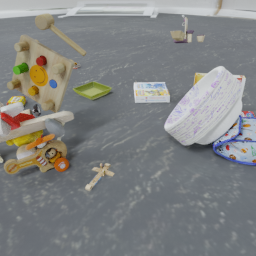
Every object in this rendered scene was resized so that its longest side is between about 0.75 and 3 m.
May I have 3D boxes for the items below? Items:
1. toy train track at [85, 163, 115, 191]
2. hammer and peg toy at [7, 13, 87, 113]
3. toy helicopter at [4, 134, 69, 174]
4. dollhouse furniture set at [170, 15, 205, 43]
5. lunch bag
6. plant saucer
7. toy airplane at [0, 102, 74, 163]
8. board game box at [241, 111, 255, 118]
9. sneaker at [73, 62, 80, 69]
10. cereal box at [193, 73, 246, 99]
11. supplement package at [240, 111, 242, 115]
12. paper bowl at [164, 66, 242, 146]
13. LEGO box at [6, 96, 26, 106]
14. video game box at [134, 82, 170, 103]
[{"bbox_3d":[-0.910,1.440,8.640,0.752,0.213,1.311,13,33,21],"label":"toy train track"},{"bbox_3d":[-2.580,-1.954,8.663,1.980,2.693,0.949,31,31,6],"label":"hammer and peg toy"},{"bbox_3d":[-2.795,0.864,8.567,1.919,1.269,0.757,-18,35,-28],"label":"toy helicopter"},{"bbox_3d":[2.180,-3.756,10.330,1.135,1.017,1.432,5,10,22],"label":"dollhouse furniture set"},{"bbox_3d":[3.963,0.361,9.556,1.932,1.196,1.642,5,31,21],"label":"lunch bag"},{"bbox_3d":[-1.793,-1.859,14.211,1.446,0.347,1.449,24,38,35],"label":"plant saucer"},{"bbox_3d":[-3.490,0.185,9.047,2.811,1.984,2.799,-18,-2,44],"label":"toy airplane"},{"bbox_3d":[5.069,-0.384,11.881,0.679,0.128,1.319,4,30,9],"label":"board game box"},{"bbox_3d":[-3.300,-4.072,18.045,0.329,0.347,0.844,5,30,8],"label":"sneaker"},{"bbox_3d":[4.034,-1.642,12.639,2.150,1.547,0.425,5,29,10],"label":"cereal box"},{"bbox_3d":[4.254,-0.638,11.871,0.572,0.574,0.978,-7,31,-12],"label":"supplement package"},{"bbox_3d":[2.761,-0.603,9.827,1.515,2.912,2.912,40,35,-3],"label":"paper bowl"},{"bbox_3d":[-5.199,-1.182,13.063,0.616,0.319,0.827,-1,30,-1],"label":"LEGO box"},{"bbox_3d":[1.147,-1.809,14.062,1.667,0.428,1.829,-3,30,0],"label":"video game box"}]
